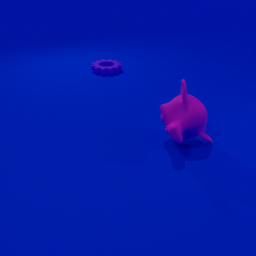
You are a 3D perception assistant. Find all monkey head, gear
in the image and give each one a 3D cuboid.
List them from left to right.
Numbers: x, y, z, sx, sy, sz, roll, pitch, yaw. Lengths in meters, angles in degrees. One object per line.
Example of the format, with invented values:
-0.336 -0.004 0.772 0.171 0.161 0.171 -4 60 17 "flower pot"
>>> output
-0.898 -2.582 11.790 1.266 0.234 1.266 0 31 0 "gear"
1.406 -0.184 6.764 1.083 1.797 1.293 -26 17 11 "monkey head"
